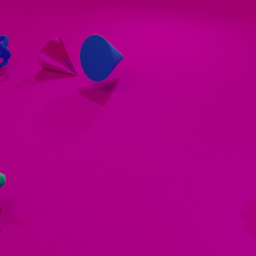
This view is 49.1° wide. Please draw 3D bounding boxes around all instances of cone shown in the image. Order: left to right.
[{"bbox_3d":[-2.182,-2.185,9.525,1.260,1.255,1.255,41,50,5],"label":"cone"},{"bbox_3d":[-0.543,-2.188,8.723,1.352,1.352,1.357,29,30,30],"label":"cone"}]

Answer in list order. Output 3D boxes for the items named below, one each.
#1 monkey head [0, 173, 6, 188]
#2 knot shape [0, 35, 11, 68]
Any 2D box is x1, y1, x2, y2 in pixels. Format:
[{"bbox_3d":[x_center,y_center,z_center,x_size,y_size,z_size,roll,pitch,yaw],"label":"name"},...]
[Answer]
[{"bbox_3d":[-2.625,1.090,5.075,1.036,0.745,0.624,-8,-4,1],"label":"monkey head"},{"bbox_3d":[-4.267,-2.539,9.459,0.502,1.016,1.086,-4,35,-29],"label":"knot shape"}]
